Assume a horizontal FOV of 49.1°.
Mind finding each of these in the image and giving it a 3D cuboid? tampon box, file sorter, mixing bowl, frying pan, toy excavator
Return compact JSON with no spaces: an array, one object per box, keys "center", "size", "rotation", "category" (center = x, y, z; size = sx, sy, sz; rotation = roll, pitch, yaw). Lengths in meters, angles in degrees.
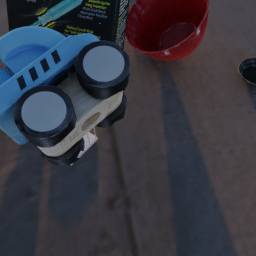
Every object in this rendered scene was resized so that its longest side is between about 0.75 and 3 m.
[{"center":[-1.069,-2.359,5.592],"size":[2.013,2.686,1.695],"rotation":[13,35,2],"category":"tampon box"},{"center":[-1.398,0.277,7.190],"size":[0.704,0.631,1.014],"rotation":[33,61,21],"category":"file sorter"},{"center":[1.369,-3.137,8.837],"size":[2.672,1.447,2.672],"rotation":[-12,64,25],"category":"mixing bowl"},{"center":[4.288,-1.466,8.616],"size":[1.196,0.322,1.977],"rotation":[-31,62,-19],"category":"frying pan"},{"center":[-1.811,-0.702,4.140],"size":[2.856,1.467,2.938],"rotation":[-42,77,-15],"category":"toy excavator"}]
